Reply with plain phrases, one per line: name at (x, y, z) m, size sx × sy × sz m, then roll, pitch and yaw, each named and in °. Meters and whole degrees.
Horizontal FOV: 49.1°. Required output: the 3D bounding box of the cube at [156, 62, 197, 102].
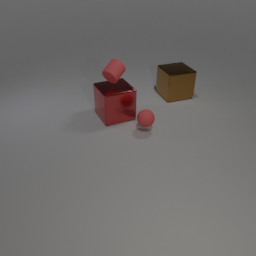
cube at (2.296, -2.248, 13.610) m, size 1.400 × 1.400 × 1.400 m, roll -11°, pitch 34°, yaw -16°

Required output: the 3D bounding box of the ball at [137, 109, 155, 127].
ball at (0.701, -0.387, 10.985) m, size 0.700 × 0.700 × 0.700 m, roll 0°, pitch 33°, yaw 0°

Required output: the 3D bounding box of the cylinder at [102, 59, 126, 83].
cylinder at (-0.561, -2.263, 11.117) m, size 0.700 × 0.700 × 0.700 m, roll 22°, pitch 67°, yaw 30°

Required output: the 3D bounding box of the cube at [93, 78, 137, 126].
cube at (-0.561, -1.131, 11.884) m, size 1.400 × 1.400 × 1.400 m, roll -14°, pitch 35°, yaw -21°
